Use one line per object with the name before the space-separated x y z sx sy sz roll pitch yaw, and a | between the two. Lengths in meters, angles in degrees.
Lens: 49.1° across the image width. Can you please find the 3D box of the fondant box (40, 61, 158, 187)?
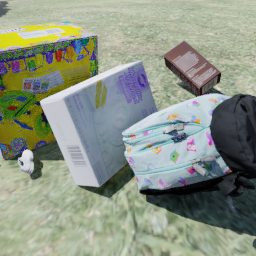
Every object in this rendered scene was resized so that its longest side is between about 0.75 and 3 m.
fondant box | -0.421 -0.244 6.983 0.856 2.121 2.940 -5 22 40

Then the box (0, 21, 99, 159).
box | -2.528 -1.180 7.853 2.990 2.880 1.824 -21 40 -31

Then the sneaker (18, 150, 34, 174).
sneaker | -2.531 0.779 6.847 0.355 0.302 0.802 26 18 -38

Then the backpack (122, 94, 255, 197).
backpack | 1.289 0.345 5.725 2.842 1.799 2.372 -20 -3 40

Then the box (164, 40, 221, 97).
box | 2.420 -2.270 10.718 1.054 0.788 2.104 -36 64 -4
